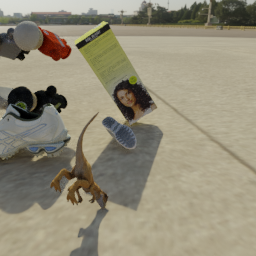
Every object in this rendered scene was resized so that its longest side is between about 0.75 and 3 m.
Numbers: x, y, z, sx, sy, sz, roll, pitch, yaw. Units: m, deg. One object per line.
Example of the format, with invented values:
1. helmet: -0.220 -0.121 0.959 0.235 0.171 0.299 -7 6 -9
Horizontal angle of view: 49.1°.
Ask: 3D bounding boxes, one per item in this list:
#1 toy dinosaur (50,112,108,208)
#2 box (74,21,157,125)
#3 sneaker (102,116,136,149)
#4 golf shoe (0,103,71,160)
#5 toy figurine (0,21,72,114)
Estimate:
1. toy dinosaur: -0.698 0.611 4.115 0.480 1.588 0.843 13 38 31
2. box: -0.273 -1.394 7.480 0.995 2.643 0.662 -34 26 4
3. sneaker: -0.152 0.142 6.621 0.415 0.455 1.110 -40 54 -8
4. golf shoe: -2.450 0.034 5.918 2.380 1.157 0.932 -8 24 6
5. toy figurine: -2.967 -1.530 7.618 2.477 2.516 1.750 9 5 25
